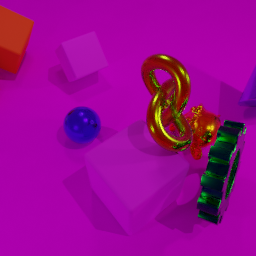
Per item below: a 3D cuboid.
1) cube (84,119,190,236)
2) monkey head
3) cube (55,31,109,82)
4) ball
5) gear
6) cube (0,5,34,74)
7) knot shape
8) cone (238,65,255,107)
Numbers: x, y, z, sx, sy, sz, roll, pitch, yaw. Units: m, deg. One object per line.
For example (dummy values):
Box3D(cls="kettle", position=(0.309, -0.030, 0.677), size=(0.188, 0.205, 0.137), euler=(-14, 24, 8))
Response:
Box3D(cls="cube", position=(0.150, 0.969, 5.532), size=(1.391, 1.391, 1.391), euler=(-33, 59, -22))
Box3D(cls="monkey head", position=(1.625, 0.021, 6.722), size=(0.950, 1.134, 1.577), euler=(48, 52, -15))
Box3D(cls="cube", position=(-1.292, -1.932, 7.736), size=(0.990, 0.990, 0.990), euler=(-27, 14, -20))
Box3D(cls="ball", position=(-1.081, -0.072, 6.639), size=(0.891, 0.891, 0.891), euler=(0, 53, 0))
Box3D(cls="gear", position=(1.803, 0.824, 5.292), size=(0.355, 1.918, 1.918), euler=(15, 53, 28))
Box3D(cls="cube", position=(-3.475, -2.474, 7.830), size=(1.195, 1.195, 1.195), euler=(21, 65, -21))
Box3D(cls="knot shape", position=(0.738, -0.344, 5.203), size=(0.822, 1.778, 1.664), euler=(-7, 64, 6))
Box3D(cls="cone", position=(3.455, -1.381, 6.888), size=(1.497, 1.497, 1.503), euler=(-1, 85, -1))
